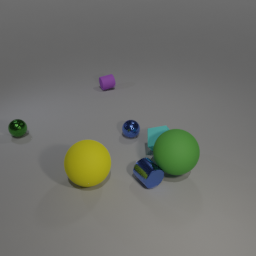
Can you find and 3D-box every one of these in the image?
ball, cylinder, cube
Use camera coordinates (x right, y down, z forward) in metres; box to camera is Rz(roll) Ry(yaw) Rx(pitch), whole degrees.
[{"bbox_3d":[0.118,0.028,10.835,0.700,0.700,0.700,0,31,0],"label":"ball"},{"bbox_3d":[1.464,0.725,8.526,1.400,1.400,1.400,0,31,0],"label":"ball"},{"bbox_3d":[-1.099,-2.429,14.813,0.700,0.700,0.700,-17,35,-17],"label":"cylinder"},{"bbox_3d":[0.627,1.375,8.593,0.700,0.700,0.700,-18,36,-28],"label":"cylinder"},{"bbox_3d":[-4.282,0.000,10.881,0.700,0.700,0.700,0,31,0],"label":"ball"},{"bbox_3d":[-1.207,1.049,8.411,1.400,1.400,1.400,0,31,0],"label":"ball"},{"bbox_3d":[1.126,0.403,9.746,0.700,0.700,0.700,-10,63,23],"label":"cube"}]
